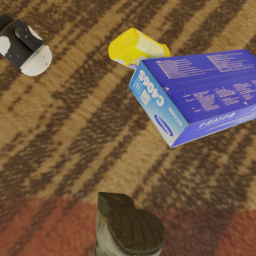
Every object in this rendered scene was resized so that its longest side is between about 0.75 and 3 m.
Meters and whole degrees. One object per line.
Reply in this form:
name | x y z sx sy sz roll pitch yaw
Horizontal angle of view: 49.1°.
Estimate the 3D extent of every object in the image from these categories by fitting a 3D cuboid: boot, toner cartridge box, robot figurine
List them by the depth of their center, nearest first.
boot | -0.129 2.244 4.908 0.893 2.638 1.723 8 89 -14
toner cartridge box | 1.564 -0.685 5.069 2.869 0.619 1.363 -14 59 -33
robot figurine | -2.244 -1.745 5.936 0.830 0.999 1.330 -39 110 17

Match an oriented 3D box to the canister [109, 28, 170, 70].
canister | 0.198 -1.275 4.770 0.668 0.899 0.389 -25 66 36
